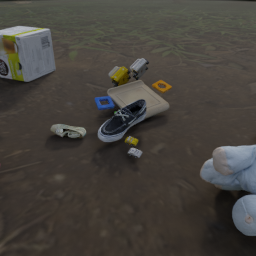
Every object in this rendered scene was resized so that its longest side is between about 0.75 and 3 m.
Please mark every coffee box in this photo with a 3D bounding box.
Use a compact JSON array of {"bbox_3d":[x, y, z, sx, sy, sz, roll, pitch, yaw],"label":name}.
[{"bbox_3d":[-4.368,-3.119,11.626,1.775,1.792,1.795,12,32,21],"label":"coffee box"}]

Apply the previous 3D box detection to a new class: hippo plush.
[{"bbox_3d":[2.394,1.144,5.002,1.908,1.520,1.534,-12,60,3],"label":"hippo plush"}]

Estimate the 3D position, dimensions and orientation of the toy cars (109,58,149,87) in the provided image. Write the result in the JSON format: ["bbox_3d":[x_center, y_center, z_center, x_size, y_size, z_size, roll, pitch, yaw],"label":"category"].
[{"bbox_3d":[0.009,-2.072,10.236,0.594,1.202,2.682,44,38,6],"label":"toy cars"}]

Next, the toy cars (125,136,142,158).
[{"bbox_3d":[0.099,0.433,6.817,0.354,0.175,0.789,-31,40,12],"label":"toy cars"}]

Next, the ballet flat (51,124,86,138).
[{"bbox_3d":[-1.629,0.100,7.489,0.995,0.336,0.310,3,40,6],"label":"ballet flat"}]

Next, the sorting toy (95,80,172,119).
[{"bbox_3d":[0.312,-0.821,8.787,2.731,0.372,1.538,-21,52,-28],"label":"sorting toy"}]

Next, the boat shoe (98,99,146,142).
[{"bbox_3d":[-0.105,-0.259,7.422,0.622,0.587,1.733,38,51,26],"label":"boat shoe"}]
